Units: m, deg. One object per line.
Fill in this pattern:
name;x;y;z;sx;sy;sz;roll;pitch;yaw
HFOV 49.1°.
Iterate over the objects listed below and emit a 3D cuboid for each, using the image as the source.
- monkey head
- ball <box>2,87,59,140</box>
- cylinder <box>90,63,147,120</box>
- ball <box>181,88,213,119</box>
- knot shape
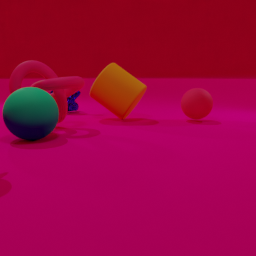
monkey head;-2.230;-1.085;10.553;1.310;0.942;0.789;33;-2;-36
ball;-2.134;-0.312;6.195;1.176;1.176;1.176;0;11;0
cylinder;-0.303;-1.145;8.829;1.312;1.312;1.312;37;16;4
ball;2.131;-0.750;8.679;0.970;0.970;0.970;0;11;0
knot shape;-2.103;-0.835;7.366;1.825;1.707;0.843;3;48;-15
